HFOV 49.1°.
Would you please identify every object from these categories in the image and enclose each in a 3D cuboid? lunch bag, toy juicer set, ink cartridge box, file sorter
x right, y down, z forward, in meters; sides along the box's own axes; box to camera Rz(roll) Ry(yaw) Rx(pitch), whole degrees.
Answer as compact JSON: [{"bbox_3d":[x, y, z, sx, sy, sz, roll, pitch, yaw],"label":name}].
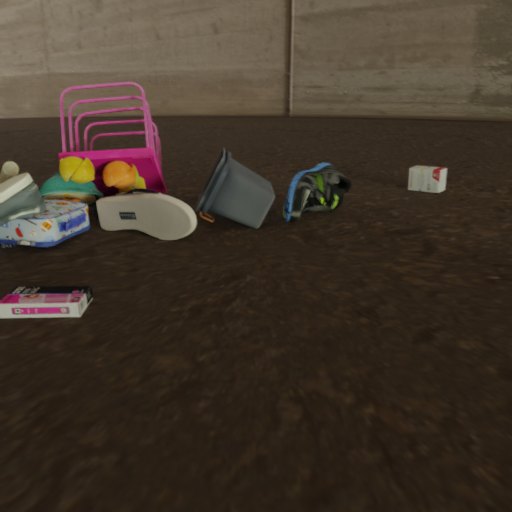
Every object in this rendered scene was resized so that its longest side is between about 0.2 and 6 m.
[{"bbox_3d":[-3.974,-0.609,10.438,1.424,0.672,1.777,5,17,9],"label":"lunch bag"},{"bbox_3d":[-4.013,-1.356,11.777,3.377,0.919,2.149,-3,-9,-8],"label":"toy juicer set"},{"bbox_3d":[4.597,-2.071,15.069,0.848,0.616,0.613,12,21,33],"label":"ink cartridge box"},{"bbox_3d":[-3.214,-2.570,12.893,1.914,1.727,2.754,-5,-10,-4],"label":"file sorter"},{"bbox_3d":[-2.889,0.603,7.338,1.334,0.247,0.632,-3,18,-1],"label":"ink cartridge box"}]

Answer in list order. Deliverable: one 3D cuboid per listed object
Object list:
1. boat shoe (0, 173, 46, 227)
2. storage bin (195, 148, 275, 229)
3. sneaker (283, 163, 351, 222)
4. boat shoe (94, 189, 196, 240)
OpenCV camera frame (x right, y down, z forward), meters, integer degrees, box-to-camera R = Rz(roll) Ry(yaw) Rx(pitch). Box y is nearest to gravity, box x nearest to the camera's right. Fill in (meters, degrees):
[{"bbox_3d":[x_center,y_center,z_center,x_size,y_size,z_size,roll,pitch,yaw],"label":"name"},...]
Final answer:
[{"bbox_3d":[-4.495,-0.389,9.027,2.407,0.744,0.876,-42,33,-22],"label":"boat shoe"},{"bbox_3d":[-0.429,-1.261,11.721,1.318,1.428,1.963,26,15,-9],"label":"storage bin"},{"bbox_3d":[1.380,-1.389,12.345,1.012,0.866,2.443,30,38,20],"label":"sneaker"},{"bbox_3d":[-1.968,-0.944,10.999,2.415,0.902,1.120,9,27,29],"label":"boat shoe"}]
